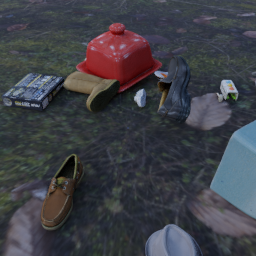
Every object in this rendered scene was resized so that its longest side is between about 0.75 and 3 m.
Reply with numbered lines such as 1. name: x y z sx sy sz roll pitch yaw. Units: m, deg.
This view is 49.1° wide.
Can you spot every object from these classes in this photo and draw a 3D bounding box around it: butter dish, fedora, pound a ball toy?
1. butter dish: -0.405 -3.330 11.916 2.978 2.201 2.969 -35 54 -30
2. fedora: 0.955 2.451 5.681 1.164 0.594 1.316 -3 37 -5
3. pound a ball toy: 3.906 -1.508 11.149 0.745 0.485 1.142 2 36 3

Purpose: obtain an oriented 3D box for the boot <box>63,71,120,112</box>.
1. boot: -1.670 -1.469 10.995 2.203 0.729 1.929 17 42 29

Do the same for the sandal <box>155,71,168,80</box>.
1. sandal: 1.595 -2.219 12.288 1.199 0.344 0.459 -6 47 -43

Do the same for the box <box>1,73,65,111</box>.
1. box: -3.674 -1.482 11.098 1.651 0.503 2.048 10 38 9

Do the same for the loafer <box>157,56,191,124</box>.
1. loafer: 1.492 -1.466 9.440 0.977 0.983 2.702 13 55 -14

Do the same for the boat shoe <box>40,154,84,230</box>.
1. boat shoe: -1.660 1.478 6.913 0.731 0.690 2.031 4 37 5

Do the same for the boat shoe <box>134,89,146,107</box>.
1. boat shoe: 0.435 -1.123 10.789 0.381 0.387 1.091 -18 35 22

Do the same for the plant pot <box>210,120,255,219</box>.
1. plant pot: 3.555 1.073 6.517 2.002 2.008 2.045 -24 49 -29
